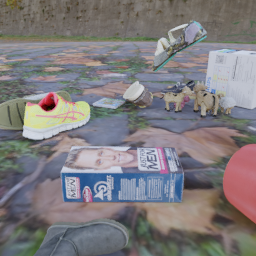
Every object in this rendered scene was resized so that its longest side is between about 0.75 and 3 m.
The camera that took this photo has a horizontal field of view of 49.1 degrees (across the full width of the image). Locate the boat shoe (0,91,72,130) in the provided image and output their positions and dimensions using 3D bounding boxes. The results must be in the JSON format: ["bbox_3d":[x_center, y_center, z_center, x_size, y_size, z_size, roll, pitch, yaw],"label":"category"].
[{"bbox_3d":[-3.493,-0.623,10.075,2.927,1.094,1.001,-20,12,-40],"label":"boat shoe"}]

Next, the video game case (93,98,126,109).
[{"bbox_3d":[-0.817,-1.101,12.358,1.117,0.123,1.016,10,24,24],"label":"video game case"}]

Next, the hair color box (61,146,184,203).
[{"bbox_3d":[-0.112,0.980,6.172,2.462,0.745,1.231,0,21,0],"label":"hair color box"}]

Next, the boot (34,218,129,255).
[{"bbox_3d":[-0.850,1.969,3.838,1.514,0.604,1.665,-10,12,14],"label":"boot"}]

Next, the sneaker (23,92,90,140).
[{"bbox_3d":[-2.274,-0.612,9.479,1.136,1.313,2.907,10,22,27],"label":"sneaker"}]

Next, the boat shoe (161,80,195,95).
[{"bbox_3d":[2.525,-2.034,14.052,1.997,0.626,0.726,-9,23,-22],"label":"boat shoe"}]

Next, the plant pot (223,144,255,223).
[{"bbox_3d":[2.695,1.059,4.850,1.808,1.808,1.600,-11,15,-26],"label":"plant pot"}]

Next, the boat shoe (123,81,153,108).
[{"bbox_3d":[0.449,-1.438,12.262,0.816,0.985,2.742,39,3,-13],"label":"boat shoe"}]

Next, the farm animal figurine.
[{"bbox_3d":[2.779,-1.227,11.199,2.290,1.194,2.265,-11,24,-26],"label":"farm animal figurine"}]

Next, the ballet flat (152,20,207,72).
[{"bbox_3d":[1.465,-2.714,9.174,0.882,0.882,2.453,-17,-6,-37],"label":"ballet flat"}]

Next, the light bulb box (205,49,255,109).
[{"bbox_3d":[4.785,-2.232,12.334,2.254,2.235,1.407,21,29,40],"label":"light bulb box"}]
